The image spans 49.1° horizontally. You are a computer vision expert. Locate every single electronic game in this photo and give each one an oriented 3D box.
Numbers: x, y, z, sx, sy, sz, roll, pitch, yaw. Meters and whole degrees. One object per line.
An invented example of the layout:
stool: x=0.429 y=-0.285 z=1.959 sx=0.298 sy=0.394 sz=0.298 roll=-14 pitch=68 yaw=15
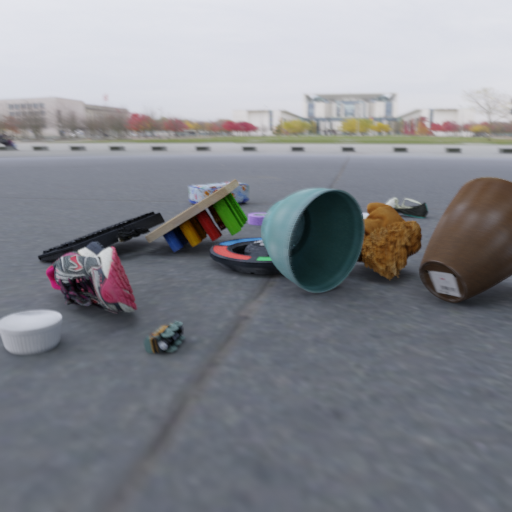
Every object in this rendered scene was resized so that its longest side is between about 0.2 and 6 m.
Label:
electronic game: x=0.202 y=-0.071 z=10.298 sx=2.108 sy=0.439 sz=2.108 roll=0 pitch=13 yaw=0

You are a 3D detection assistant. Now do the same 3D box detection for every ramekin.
ramekin: x=-2.583 y=0.883 z=6.445 sx=0.696 sy=0.324 sz=0.696 roll=0 pitch=14 yaw=0

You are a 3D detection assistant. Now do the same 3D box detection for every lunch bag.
lunch bag: x=-1.192 y=-2.016 z=18.181 sx=1.860 sy=0.703 sz=1.490 roll=-8 pitch=13 yaw=-28

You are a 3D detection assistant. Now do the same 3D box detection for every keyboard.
keyboard: x=-2.870 y=-0.443 z=11.113 sx=1.561 sy=0.334 sz=2.600 roll=-6 pitch=15 yaw=29

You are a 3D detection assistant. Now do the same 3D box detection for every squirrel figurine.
squirrel figurine: x=1.908 y=-0.204 z=9.498 sx=1.498 sy=1.136 sz=1.605 roll=-13 pitch=14 yaw=-27

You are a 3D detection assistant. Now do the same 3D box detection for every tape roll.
tape roll: x=0.147 y=-0.957 z=14.588 sx=0.717 sy=0.235 sz=0.717 roll=0 pitch=14 yaw=0

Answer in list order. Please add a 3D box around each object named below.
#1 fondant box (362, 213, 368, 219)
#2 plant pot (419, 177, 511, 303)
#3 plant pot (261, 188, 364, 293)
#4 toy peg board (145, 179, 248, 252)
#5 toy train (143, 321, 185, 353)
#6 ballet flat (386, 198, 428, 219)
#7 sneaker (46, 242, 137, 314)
fondant box: x=2.184 y=-0.750 z=13.324 sx=0.993 sy=0.401 sz=1.376 roll=4 pitch=13 yaw=18
plant pot: x=3.181 y=-0.086 z=8.222 sx=1.619 sy=1.513 sz=1.513 roll=-40 pitch=32 yaw=-25
plant pot: x=0.743 y=-0.335 z=8.645 sx=1.577 sy=1.577 sz=1.056 roll=-10 pitch=21 yaw=-37
toy peg board: x=-1.070 y=-0.654 z=11.593 sx=1.862 sy=0.915 sz=1.870 roll=-31 pitch=8 yaw=11
toy train: x=-1.046 y=0.936 z=6.437 sx=0.345 sy=0.258 sz=0.605 roll=-7 pitch=12 yaw=12
ballet flat: x=4.051 y=-1.361 z=15.699 sx=1.506 sy=0.515 sz=0.512 roll=5 pitch=15 yaw=22
sneaker: x=-2.252 y=0.392 z=7.646 sx=0.834 sy=0.900 sz=2.233 roll=-24 pitch=15 yaw=-24
